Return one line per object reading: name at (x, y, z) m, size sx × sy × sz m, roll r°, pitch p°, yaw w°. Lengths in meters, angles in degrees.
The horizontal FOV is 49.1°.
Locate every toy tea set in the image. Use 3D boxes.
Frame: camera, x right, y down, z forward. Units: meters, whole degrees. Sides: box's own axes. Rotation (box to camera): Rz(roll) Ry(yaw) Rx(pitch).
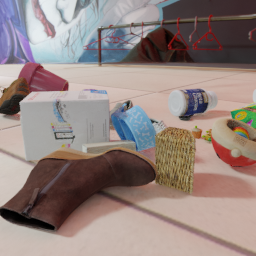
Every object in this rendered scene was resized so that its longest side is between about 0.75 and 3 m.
toy tea set at (2.845, 0.090, 9.032) m, size 1.559 × 0.577 × 0.927 m, roll -1°, pitch 17°, yaw -3°

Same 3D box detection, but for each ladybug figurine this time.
ladybug figurine at (2.811, 0.400, 7.277) m, size 1.490 × 0.790 × 2.195 m, roll 31°, pitch 25°, yaw 18°

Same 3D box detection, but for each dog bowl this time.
dog bowl at (0.097, -0.004, 8.031) m, size 0.556 × 1.250 × 2.242 m, roll -27°, pitch 15°, yaw -14°

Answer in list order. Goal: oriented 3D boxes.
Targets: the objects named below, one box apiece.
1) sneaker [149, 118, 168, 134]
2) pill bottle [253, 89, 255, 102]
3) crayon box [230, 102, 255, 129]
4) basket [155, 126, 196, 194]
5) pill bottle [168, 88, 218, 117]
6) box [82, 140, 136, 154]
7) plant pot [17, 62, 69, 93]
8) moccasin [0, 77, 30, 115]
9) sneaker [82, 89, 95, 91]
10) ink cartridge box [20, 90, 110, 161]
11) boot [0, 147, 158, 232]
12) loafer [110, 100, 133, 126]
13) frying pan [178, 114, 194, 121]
sneaker at (1.006, 0.119, 8.627) m, size 0.665 × 0.644 × 1.820 m, roll -26°, pitch 21°, yaw -17°
pill bottle at (7.259, -1.638, 14.304) m, size 1.482 × 0.858 × 0.858 m, roll 0°, pitch 17°, yaw 2°
crayon box at (5.117, -0.636, 10.160) m, size 2.718 × 0.792 × 1.614 m, roll -17°, pitch 1°, yaw -43°
basket at (1.165, 0.646, 6.063) m, size 0.918 × 1.232 × 0.879 m, roll 9°, pitch 18°, yaw 34°
pill bottle at (2.872, -1.148, 12.214) m, size 2.032 × 1.129 × 1.129 m, roll -8°, pitch 19°, yaw -26°
box at (-0.476, 0.637, 7.175) m, size 1.317 × 0.541 × 0.450 m, roll -3°, pitch 10°, yaw -23°
plant pot at (-3.926, -1.822, 13.191) m, size 1.940 × 2.167 × 2.167 m, roll 15°, pitch 17°, yaw 0°
moccasin at (-4.734, -1.247, 11.366) m, size 0.959 × 1.012 × 2.622 m, roll 8°, pitch -24°, yaw -33°
sneaker at (-2.057, -1.966, 15.968) m, size 0.751 × 0.525 × 1.509 m, roll 8°, pitch 18°, yaw 24°
ink cartridge box at (-1.675, -0.148, 7.958) m, size 2.259 × 1.634 × 1.663 m, roll -2°, pitch 17°, yaw -6°
boot at (-0.826, 1.205, 5.372) m, size 2.519 × 0.911 × 2.095 m, roll 6°, pitch 30°, yaw 15°
loafer at (-0.379, -0.601, 10.968) m, size 0.785 × 0.784 × 2.246 m, roll 6°, pitch 18°, yaw 20°
frying pan at (2.385, -0.446, 11.595) m, size 0.526 × 0.142 × 0.870 m, roll 8°, pitch 17°, yaw 23°
